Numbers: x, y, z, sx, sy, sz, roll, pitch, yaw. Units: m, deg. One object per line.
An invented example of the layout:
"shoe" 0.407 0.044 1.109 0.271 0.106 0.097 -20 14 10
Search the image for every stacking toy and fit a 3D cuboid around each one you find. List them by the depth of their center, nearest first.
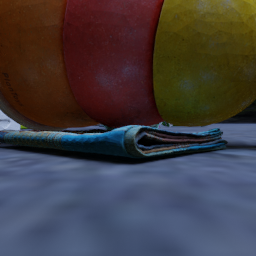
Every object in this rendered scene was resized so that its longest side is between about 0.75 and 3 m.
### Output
"stacking toy" 0.388 -0.612 2.190 2.763 2.019 2.019 19 10 26

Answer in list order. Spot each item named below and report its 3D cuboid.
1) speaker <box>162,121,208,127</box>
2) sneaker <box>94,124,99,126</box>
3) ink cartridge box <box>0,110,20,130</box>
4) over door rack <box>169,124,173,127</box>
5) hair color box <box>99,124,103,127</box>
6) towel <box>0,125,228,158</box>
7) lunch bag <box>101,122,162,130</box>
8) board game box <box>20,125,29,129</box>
"speaker" 2.031 -0.370 10.018 1.596 0.706 0.706 0 1 15
"sneaker" -1.755 -0.625 14.852 2.777 1.082 1.380 2 -1 40
"ink cartridge box" -2.198 -0.205 3.423 1.402 0.602 1.026 -1 1 0
"over door rack" 1.068 -0.445 5.813 0.782 0.578 0.261 -28 -17 21
"hair color box" -0.670 -0.247 10.658 0.664 0.402 1.328 0 1 5
"towel" -0.143 0.052 1.732 1.209 0.131 0.887 1 0 42
"lunch bag" -0.070 -0.435 5.436 1.513 0.923 1.289 5 7 8
"board game box" -2.982 -0.239 6.777 1.138 0.533 2.240 0 1 3
